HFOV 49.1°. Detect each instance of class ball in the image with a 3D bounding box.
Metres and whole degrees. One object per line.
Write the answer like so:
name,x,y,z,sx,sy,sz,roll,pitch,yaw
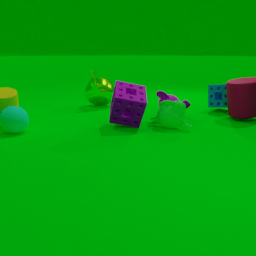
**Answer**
ball,-3.159,-0.226,7.781,0.768,0.768,0.768,0,16,0

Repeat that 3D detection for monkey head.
monkey head,1.356,-0.407,8.334,1.350,0.814,0.971,14,13,32
monkey head,1.507,-0.782,9.132,0.965,0.808,1.342,-33,-39,27

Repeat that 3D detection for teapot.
teapot,-1.124,-1.552,11.192,1.276,1.005,2.052,-5,-18,12

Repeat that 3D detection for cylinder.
cylinder,3.814,-0.994,9.104,1.125,1.125,1.125,-8,17,3
cylinder,-3.644,-0.705,8.288,0.758,0.758,0.758,5,32,-3

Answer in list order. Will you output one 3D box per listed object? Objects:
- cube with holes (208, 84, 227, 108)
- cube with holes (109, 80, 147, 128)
cube with holes,3.568,-1.190,10.437,0.836,0.836,0.836,4,7,44
cube with holes,-0.012,-0.705,8.305,0.913,0.913,0.913,10,39,-8
